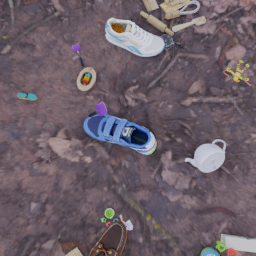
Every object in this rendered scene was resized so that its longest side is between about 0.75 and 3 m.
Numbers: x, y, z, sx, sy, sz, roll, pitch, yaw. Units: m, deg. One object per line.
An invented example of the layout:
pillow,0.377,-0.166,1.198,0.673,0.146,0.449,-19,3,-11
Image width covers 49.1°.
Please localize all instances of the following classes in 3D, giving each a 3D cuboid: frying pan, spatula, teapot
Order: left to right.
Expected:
spatula,-2.063,-3.066,11.866,0.323,0.117,1.141,-21,79,-4
spatula,-1.098,-0.551,9.776,0.151,1.467,0.415,-26,93,-27
frying pan,1.787,-3.574,11.962,1.169,0.190,0.707,40,81,11
teapot,2.997,1.011,10.597,1.221,1.205,0.891,5,33,-26

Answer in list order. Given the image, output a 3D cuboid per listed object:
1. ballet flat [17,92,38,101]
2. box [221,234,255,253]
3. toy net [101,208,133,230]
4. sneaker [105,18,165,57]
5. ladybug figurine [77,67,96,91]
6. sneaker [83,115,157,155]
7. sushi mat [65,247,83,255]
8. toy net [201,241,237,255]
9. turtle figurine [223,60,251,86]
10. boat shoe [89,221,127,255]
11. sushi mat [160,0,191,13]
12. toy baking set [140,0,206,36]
ballet flat,-4.073,-1.264,11.401,0.848,0.300,0.300,10,78,-1
box,4.081,4.158,10.101,1.331,0.547,0.455,7,77,0
toy net,-0.393,3.508,10.393,1.206,0.233,0.633,31,79,6
sneaker,0.275,-3.731,11.541,2.574,1.040,0.985,17,77,3
ladybug figurine,-1.680,-1.988,11.494,0.728,0.386,1.072,23,79,5
sneaker,-0.300,0.118,10.627,2.959,1.217,1.094,16,81,5
sushi mat,-1.697,5.264,10.079,0.828,0.105,1.731,-36,80,-7
toy net,3.670,4.954,9.928,2.134,0.412,1.119,42,95,2
turtle figurine,4.619,-2.248,11.552,1.223,0.394,0.987,30,72,13
boat shoe,-0.865,4.505,9.722,0.930,0.930,2.643,24,76,15
sushi mat,2.096,-5.520,12.413,1.279,0.077,0.612,-33,80,-7
toy baking set,1.935,-5.050,12.128,2.745,0.319,2.107,42,85,8
